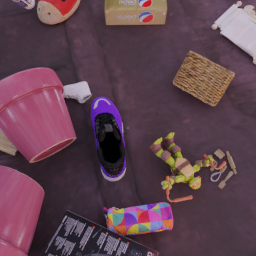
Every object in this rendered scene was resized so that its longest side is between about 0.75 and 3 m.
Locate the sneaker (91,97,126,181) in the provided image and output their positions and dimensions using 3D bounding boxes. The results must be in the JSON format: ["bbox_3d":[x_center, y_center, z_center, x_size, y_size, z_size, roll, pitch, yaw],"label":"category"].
[{"bbox_3d":[-0.547,0.099,8.219,0.937,1.341,2.696,-12,68,-5],"label":"sneaker"}]

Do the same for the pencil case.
[{"bbox_3d":[0.278,2.440,7.535,1.847,0.816,0.816,-4,67,-3],"label":"pencil case"}]

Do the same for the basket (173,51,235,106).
[{"bbox_3d":[2.499,-1.647,9.288,1.642,1.172,1.224,31,110,12],"label":"basket"}]

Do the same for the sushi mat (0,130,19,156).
[{"bbox_3d":[-4.252,0.023,8.692,2.270,0.137,1.086,20,57,1],"label":"sushi mat"}]

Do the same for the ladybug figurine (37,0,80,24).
[{"bbox_3d":[-2.658,-4.913,10.693,1.449,0.768,2.135,23,68,12],"label":"ladybug figurine"}]

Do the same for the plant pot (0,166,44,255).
[{"bbox_3d":[-3.300,2.297,6.838,2.535,2.535,2.269,15,52,7],"label":"plant pot"}]

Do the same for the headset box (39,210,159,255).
[{"bbox_3d":[-0.717,3.566,6.561,2.819,1.089,2.098,22,50,8],"label":"headset box"}]

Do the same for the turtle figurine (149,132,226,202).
[{"bbox_3d":[1.605,1.043,8.151,2.328,0.750,1.877,-26,67,-26],"label":"turtle figurine"}]

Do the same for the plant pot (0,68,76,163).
[{"bbox_3d":[-2.626,-0.242,8.038,2.303,2.303,2.061,-30,86,-12],"label":"plant pot"}]

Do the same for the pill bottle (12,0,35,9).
[{"bbox_3d":[-3.779,-4.654,9.967,0.576,0.996,0.576,0,91,11],"label":"pill bottle"}]

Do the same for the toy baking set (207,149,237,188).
[{"bbox_3d":[2.800,1.205,8.420,0.873,0.132,1.137,-17,67,-4],"label":"toy baking set"}]

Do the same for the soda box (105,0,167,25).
[{"bbox_3d":[0.275,-4.399,10.482,2.273,0.770,0.727,-1,67,-1],"label":"soda box"}]

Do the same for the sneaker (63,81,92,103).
[{"bbox_3d":[-1.786,-1.083,9.241,1.139,0.420,0.658,-21,65,-10],"label":"sneaker"}]

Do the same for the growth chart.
[{"bbox_3d":[4.593,-3.502,10.381,2.072,0.254,2.863,-35,71,-15],"label":"growth chart"}]
